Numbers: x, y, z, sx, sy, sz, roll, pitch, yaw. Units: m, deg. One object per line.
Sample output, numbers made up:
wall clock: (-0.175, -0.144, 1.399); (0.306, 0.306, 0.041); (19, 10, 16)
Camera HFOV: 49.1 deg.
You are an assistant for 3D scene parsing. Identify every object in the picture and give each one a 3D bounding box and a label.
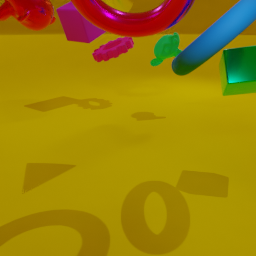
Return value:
ring: (1.554, -1.625, 4.964); (1.900, 0.380, 1.900); (-41, 4, 4)
monkey head: (1.527, -2.775, 10.065); (1.131, 1.572, 0.947); (40, -4, -12)
ring: (0.033, -2.095, 4.080); (1.982, 1.982, 0.396); (6, 65, 3)
monkey head: (-1.897, -2.120, 5.187); (0.998, 0.836, 1.388); (-37, 11, 15)
gear: (-0.617, -3.273, 11.572); (1.745, 0.323, 1.745); (-18, 30, 11)
cone: (-0.464, -3.130, 6.015); (1.157, 1.157, 1.161); (1, -6, 4)
cube: (2.362, -1.172, 5.826); (0.759, 0.759, 0.759); (-5, -13, 10)
cube: (-1.842, -4.484, 11.609); (1.361, 1.361, 1.361); (18, 50, 34)
